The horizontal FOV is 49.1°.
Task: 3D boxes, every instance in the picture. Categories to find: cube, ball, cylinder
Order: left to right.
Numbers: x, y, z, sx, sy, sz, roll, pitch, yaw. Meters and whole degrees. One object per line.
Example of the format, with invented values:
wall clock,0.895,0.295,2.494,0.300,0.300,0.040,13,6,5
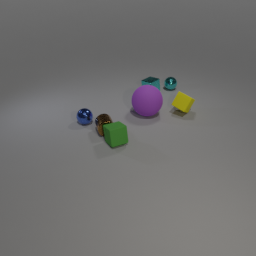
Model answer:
ball,-1.854,-0.499,11.989,0.700,0.700,0.700,0,30,0
cylinder,-0.931,-0.122,11.327,0.700,0.700,0.700,-8,32,-14
cube,-0.467,0.226,10.630,0.700,0.700,0.700,-16,22,-22
ball,0.857,-1.222,12.527,1.400,1.400,1.400,0,30,0
cube,1.215,-2.253,14.882,0.700,0.700,0.700,-29,36,-32
ball,2.323,-2.437,15.258,0.700,0.700,0.700,0,30,0
cube,2.513,-1.170,12.716,0.700,0.700,0.700,33,13,22
